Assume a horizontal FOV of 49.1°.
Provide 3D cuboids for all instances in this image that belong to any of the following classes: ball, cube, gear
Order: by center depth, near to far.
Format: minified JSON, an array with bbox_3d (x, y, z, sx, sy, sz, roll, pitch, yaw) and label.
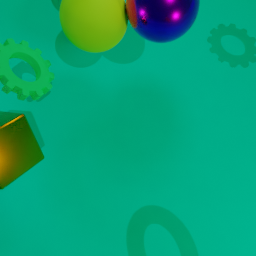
[{"bbox_3d":[-2.361,0.359,5.146,0.989,0.989,0.989,7,35,38],"label":"cube"},{"bbox_3d":[0.631,-2.262,5.157,1.342,1.342,1.342,0,72,0],"label":"ball"},{"bbox_3d":[-1.988,-1.105,5.305,1.195,0.221,1.195,25,52,-36],"label":"gear"},{"bbox_3d":[-0.662,-2.177,5.512,1.340,1.340,1.340,0,72,0],"label":"ball"}]
